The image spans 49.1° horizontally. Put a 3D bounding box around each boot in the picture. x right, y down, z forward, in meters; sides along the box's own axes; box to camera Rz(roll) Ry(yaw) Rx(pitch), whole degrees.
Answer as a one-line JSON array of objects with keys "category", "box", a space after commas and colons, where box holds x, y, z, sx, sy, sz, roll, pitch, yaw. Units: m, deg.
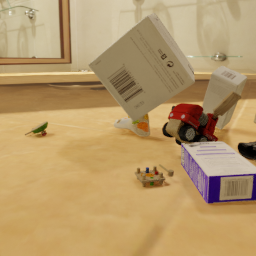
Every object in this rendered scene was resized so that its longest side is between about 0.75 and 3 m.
[{"category": "boot", "box": [4.520, 0.712, 8.016, 1.545, 0.819, 2.347, -13, 9, -32]}]

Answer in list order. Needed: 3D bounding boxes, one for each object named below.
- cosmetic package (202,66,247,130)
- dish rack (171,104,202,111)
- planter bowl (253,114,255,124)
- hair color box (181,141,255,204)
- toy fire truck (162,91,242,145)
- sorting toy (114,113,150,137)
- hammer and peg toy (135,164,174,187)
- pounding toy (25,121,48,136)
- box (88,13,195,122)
[{"category": "cosmetic package", "box": [3.706, -1.161, 11.091, 1.140, 2.243, 0.830, 36, 53, 28]}, {"category": "dish rack", "box": [3.229, -0.964, 14.760, 1.660, 0.453, 1.274, -7, 18, -31]}, {"category": "planter bowl", "box": [6.466, -0.672, 12.577, 1.434, 0.965, 1.434, 0, 14, 0]}, {"category": "hair color box", "box": [2.150, 0.982, 6.839, 1.210, 0.717, 2.214, -2, 16, -3]}, {"category": "toy fire truck", "box": [2.262, -0.314, 8.324, 1.748, 1.986, 1.277, 31, -10, -34]}, {"category": "sorting toy", "box": [0.139, -0.220, 11.279, 1.396, 0.829, 1.551, -5, 14, 1]}, {"category": "hammer and peg toy", "box": [0.651, 1.169, 6.920, 0.873, 0.308, 0.642, -4, 14, -15]}, {"category": "pounding toy", "box": [-3.415, 0.130, 10.866, 0.912, 0.423, 0.704, -24, 16, 19]}, {"category": "box", "box": [0.569, -2.190, 10.195, 2.717, 2.703, 1.776, -33, 15, 24]}]
